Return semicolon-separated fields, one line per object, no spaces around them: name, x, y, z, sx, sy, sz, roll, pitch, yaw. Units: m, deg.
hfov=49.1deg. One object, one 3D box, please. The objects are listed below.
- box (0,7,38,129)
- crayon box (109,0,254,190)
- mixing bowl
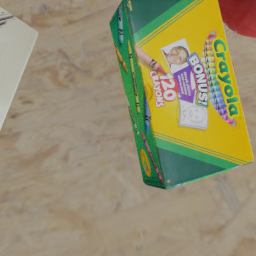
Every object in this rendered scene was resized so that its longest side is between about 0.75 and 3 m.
box;-2.706;-0.747;5.153;0.986;1.185;2.884;29;56;-35
crayon box;0.841;-0.606;4.525;1.655;0.812;2.786;-12;88;-21
mixing bowl;2.787;-2.859;5.929;2.485;1.346;2.485;7;62;-14
